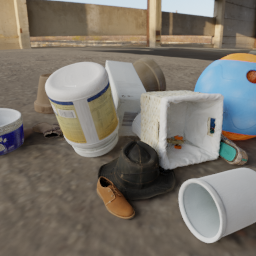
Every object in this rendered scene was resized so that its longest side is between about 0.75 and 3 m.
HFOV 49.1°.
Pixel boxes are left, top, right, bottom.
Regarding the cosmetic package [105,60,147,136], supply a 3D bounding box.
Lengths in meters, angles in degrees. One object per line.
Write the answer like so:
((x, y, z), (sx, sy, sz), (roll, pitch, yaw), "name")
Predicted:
((-0.209, -1.208, 10.754), (1.195, 1.662, 2.946), (2, 39, -15), "cosmetic package")

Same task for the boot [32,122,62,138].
((-2.989, 0.120, 10.285), (1.094, 0.384, 0.800), (-9, 29, -7), "boot")

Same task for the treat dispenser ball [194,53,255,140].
((3.793, -1.065, 9.716), (2.965, 2.965, 2.965), (0, 21, 0), "treat dispenser ball")

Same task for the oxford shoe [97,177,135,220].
((-0.323, 1.547, 6.267), (0.458, 0.458, 1.285), (-23, 39, -33), "oxford shoe")

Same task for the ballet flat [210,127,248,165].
((2.978, 0.588, 8.803), (0.696, 0.705, 2.070), (15, 20, -22), "ballet flat")

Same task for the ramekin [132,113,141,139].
((0.787, -0.071, 9.567), (1.219, 1.219, 0.594), (-13, 49, -31), "ramekin")

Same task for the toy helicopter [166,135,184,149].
((1.262, 0.360, 8.687), (0.947, 0.374, 0.627), (7, 11, 12), "toy helicopter")

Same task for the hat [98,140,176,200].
((0.220, 0.893, 7.423), (2.313, 0.933, 2.313), (-1, 21, 0), "hat")

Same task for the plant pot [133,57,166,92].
((0.467, -2.163, 14.239), (1.972, 2.273, 2.273), (-32, 34, -27), "plant pot")

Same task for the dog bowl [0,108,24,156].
((-4.794, 0.123, 9.384), (2.436, 0.959, 2.436), (0, 20, 0), "dog bowl")

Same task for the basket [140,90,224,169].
((1.506, -0.075, 8.394), (2.026, 2.008, 1.630), (-7, 16, -25), "basket")

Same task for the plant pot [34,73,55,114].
((-3.562, -1.695, 13.276), (1.875, 1.636, 1.875), (-1, 22, 0), "plant pot")

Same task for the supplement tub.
((-1.243, -0.504, 8.402), (1.787, 2.475, 1.787), (-7, 40, 6), "supplement tub")

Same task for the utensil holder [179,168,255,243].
((1.930, 1.471, 5.580), (1.402, 1.191, 1.191), (-8, 22, -27), "utensil holder")
